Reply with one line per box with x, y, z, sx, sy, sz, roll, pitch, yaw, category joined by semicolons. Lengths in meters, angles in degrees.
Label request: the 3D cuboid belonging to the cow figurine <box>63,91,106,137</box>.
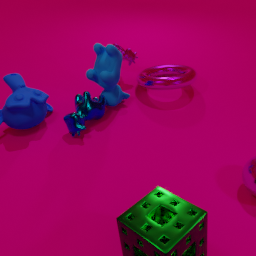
-1.178;-0.362;7.924;0.721;1.293;1.314;-11;-13;43;cow figurine

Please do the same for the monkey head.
-2.968;-0.699;7.783;1.987;1.197;1.429;-25;70;-42;monkey head

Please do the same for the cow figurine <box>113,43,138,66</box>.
-0.170;-2.484;9.673;0.992;1.008;0.553;28;83;-4;cow figurine

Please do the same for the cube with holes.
0.603;1.880;4.781;1.060;1.060;1.060;-28;33;-36;cube with holes

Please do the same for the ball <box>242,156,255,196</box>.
2.989;1.052;6.056;0.976;0.976;0.976;0;41;0;ball

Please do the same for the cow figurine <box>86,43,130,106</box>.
-0.514;-1.537;8.377;0.942;1.715;1.688;13;-1;25;cow figurine

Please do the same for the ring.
1.289;-1.727;9.390;2.030;0.406;2.030;-5;25;2;ring
